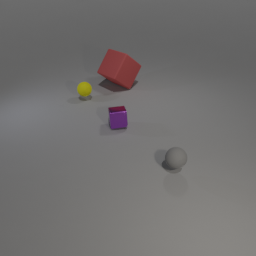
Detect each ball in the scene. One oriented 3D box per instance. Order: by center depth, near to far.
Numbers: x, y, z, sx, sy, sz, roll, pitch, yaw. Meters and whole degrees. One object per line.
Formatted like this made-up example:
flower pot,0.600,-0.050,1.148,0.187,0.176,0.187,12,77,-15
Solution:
ball,1.539,0.951,8.945,0.700,0.700,0.700,0,32,0
ball,-2.085,-1.861,13.427,0.700,0.700,0.700,0,32,0

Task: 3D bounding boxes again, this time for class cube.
cube,-0.418,-0.446,11.489,0.700,0.700,0.700,-7,24,-6
cube,-0.447,-3.062,14.572,1.400,1.400,1.400,28,3,39
